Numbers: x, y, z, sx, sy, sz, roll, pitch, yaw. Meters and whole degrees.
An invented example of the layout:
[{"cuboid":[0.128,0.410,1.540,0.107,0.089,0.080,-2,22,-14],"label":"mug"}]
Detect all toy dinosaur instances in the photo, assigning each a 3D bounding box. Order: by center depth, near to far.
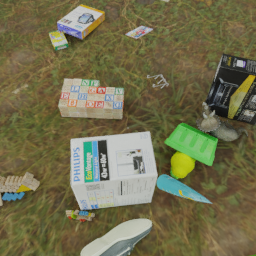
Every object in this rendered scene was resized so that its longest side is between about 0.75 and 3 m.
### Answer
[{"cuboid":[3.585,0.019,11.025,2.955,1.137,1.511,32,23,-22],"label":"toy dinosaur"}]

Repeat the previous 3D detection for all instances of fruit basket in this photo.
[{"cuboid":[2.281,0.990,10.667,2.042,1.473,2.042,3,98,20],"label":"fruit basket"}]

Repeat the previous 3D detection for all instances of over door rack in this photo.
[{"cuboid":[1.352,-2.154,12.973,0.907,0.302,0.670,-10,56,-31],"label":"over door rack"}]

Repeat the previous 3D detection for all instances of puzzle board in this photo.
[{"cuboid":[0.414,-3.558,10.347,0.842,0.073,0.634,-35,48,-24],"label":"puzzle board"}]

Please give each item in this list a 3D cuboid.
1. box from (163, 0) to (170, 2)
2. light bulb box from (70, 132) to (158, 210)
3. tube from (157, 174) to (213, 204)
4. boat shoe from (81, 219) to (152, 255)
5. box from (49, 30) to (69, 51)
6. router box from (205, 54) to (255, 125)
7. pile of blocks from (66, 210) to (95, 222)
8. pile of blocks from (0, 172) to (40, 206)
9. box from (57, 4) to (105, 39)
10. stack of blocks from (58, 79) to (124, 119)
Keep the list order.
[{"cuboid":[1.312,-4.824,9.570,0.400,0.843,0.328,27,57,18],"label":"box"},{"cuboid":[-0.481,1.517,9.384,2.553,2.530,1.593,-5,57,-4],"label":"light bulb box"},{"cuboid":[1.256,1.466,6.676,0.618,1.595,0.402,19,85,-24],"label":"tube"},{"cuboid":[-0.274,3.803,9.159,2.509,0.914,0.775,-22,104,-21],"label":"boat shoe"},{"cuboid":[-3.627,-4.619,14.575,0.738,0.304,1.257,-19,61,-11],"label":"box"},{"cuboid":[4.412,-1.423,11.043,2.241,2.850,0.744,16,60,10],"label":"router box"},{"cuboid":[-1.669,3.058,9.682,0.995,0.408,0.309,3,58,2],"label":"pile of blocks"},{"cuboid":[-4.466,2.177,10.164,2.462,1.011,0.765,-3,15,-12],"label":"pile of blocks"},{"cuboid":[-2.540,-5.624,14.903,1.542,0.537,2.590,24,55,15],"label":"box"},{"cuboid":[-1.516,-1.271,12.174,2.654,0.777,1.528,3,58,2],"label":"stack of blocks"}]
